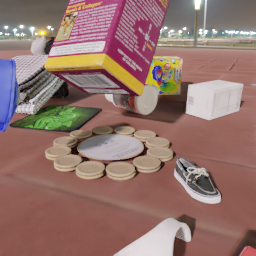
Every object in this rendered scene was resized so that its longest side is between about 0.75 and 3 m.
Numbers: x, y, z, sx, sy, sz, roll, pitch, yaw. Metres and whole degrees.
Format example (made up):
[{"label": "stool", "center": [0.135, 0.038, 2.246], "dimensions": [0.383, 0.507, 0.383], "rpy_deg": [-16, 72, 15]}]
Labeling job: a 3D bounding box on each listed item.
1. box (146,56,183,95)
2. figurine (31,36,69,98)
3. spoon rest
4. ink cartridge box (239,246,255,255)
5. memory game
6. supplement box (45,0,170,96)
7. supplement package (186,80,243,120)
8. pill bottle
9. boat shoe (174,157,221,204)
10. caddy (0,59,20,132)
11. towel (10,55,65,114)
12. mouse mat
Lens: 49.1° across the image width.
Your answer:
[{"label": "box", "center": [1.575, -2.414, 12.828], "dimensions": [1.561, 1.621, 0.989], "rpy_deg": [-1, 19, -4]}, {"label": "figurine", "center": [-3.580, -2.788, 12.394], "dimensions": [1.126, 2.553, 2.616], "rpy_deg": [-8, 20, -38]}, {"label": "spoon rest", "center": [0.299, 1.512, 3.312], "dimensions": [0.752, 0.459, 1.514], "rpy_deg": [13, 22, 34]}, {"label": "ink cartridge box", "center": [1.086, 1.853, 1.841], "dimensions": [1.342, 0.758, 1.828], "rpy_deg": [16, 25, 38]}, {"label": "memory game", "center": [-0.407, 0.487, 6.673], "dimensions": [2.970, 0.189, 2.970], "rpy_deg": [1, 19, 0]}, {"label": "supplement box", "center": [-0.399, -2.364, 6.552], "dimensions": [1.912, 2.921, 1.507], "rpy_deg": [9, -13, 40]}, {"label": "supplement package", "center": [3.008, -1.018, 9.705], "dimensions": [1.823, 1.037, 0.999], "rpy_deg": [-14, 25, -38]}, {"label": "pill bottle", "center": [0.047, -1.168, 10.113], "dimensions": [1.049, 1.049, 1.896], "rpy_deg": [-17, 25, -40]}, {"label": "boat shoe", "center": [1.247, 0.898, 5.108], "dimensions": [0.464, 0.429, 1.256], "rpy_deg": [-5, 20, -13]}, {"label": "caddy", "center": [-2.064, -0.548, 4.487], "dimensions": [0.641, 1.221, 0.863], "rpy_deg": [9, -20, -34]}, {"label": "towel", "center": [-3.786, -1.749, 10.252], "dimensions": [2.217, 1.146, 2.677], "rpy_deg": [7, 44, 24]}, {"label": "mouse mat", "center": [-2.265, -0.387, 9.365], "dimensions": [2.178, 0.102, 2.706], "rpy_deg": [5, 21, 13]}]
